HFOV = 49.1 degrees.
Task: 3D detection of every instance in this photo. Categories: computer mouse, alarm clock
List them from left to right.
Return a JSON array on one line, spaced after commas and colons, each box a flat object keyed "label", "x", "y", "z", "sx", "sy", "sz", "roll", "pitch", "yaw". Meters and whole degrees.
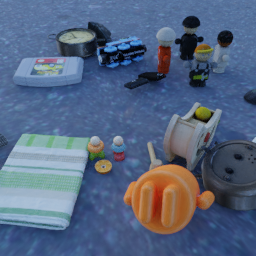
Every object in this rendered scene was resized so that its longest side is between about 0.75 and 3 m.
[{"label": "alarm clock", "x": -2.634, "y": -4.044, "z": 13.206, "sx": 2.766, "sy": 0.921, "sz": 1.866, "roll": 22, "pitch": 45, "yaw": 19}, {"label": "alarm clock", "x": 2.900, "y": 1.142, "z": 6.694, "sx": 2.580, "sy": 0.859, "sz": 1.740, "roll": 24, "pitch": 57, "yaw": 36}, {"label": "computer mouse", "x": 5.058, "y": -1.124, "z": 10.086, "sx": 1.625, "sy": 0.428, "sz": 1.125, "roll": 10, "pitch": 42, "yaw": 12}]

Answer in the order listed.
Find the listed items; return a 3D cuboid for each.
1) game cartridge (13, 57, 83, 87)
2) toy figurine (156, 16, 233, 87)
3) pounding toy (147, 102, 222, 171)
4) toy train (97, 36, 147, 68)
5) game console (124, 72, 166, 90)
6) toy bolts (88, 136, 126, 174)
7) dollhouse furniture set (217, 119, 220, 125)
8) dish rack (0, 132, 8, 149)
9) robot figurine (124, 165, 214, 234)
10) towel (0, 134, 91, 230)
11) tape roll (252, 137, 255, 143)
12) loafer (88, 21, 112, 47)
[{"label": "game cartridge", "x": -3.216, "y": -2.326, "z": 11.512, "sx": 2.656, "sy": 0.543, "sz": 1.768, "roll": -2, "pitch": 44, "yaw": -3}, {"label": "toy figurine", "x": 2.712, "y": -3.204, "z": 11.433, "sx": 2.739, "sy": 1.906, "sz": 2.697, "roll": -31, "pitch": 49, "yaw": -32}, {"label": "pounding toy", "x": 1.352, "y": 0.108, "z": 7.693, "sx": 1.602, "sy": 1.597, "sz": 2.792, "roll": 23, "pitch": 45, "yaw": 25}, {"label": "toy train", "x": -0.323, "y": -3.375, "z": 12.432, "sx": 2.308, "sy": 1.001, "sz": 1.319, "roll": -19, "pitch": 35, "yaw": -19}, {"label": "game console", "x": 0.570, "y": -1.863, "z": 10.884, "sx": 1.755, "sy": 0.212, "sz": 1.035, "roll": -27, "pitch": 29, "yaw": -33}, {"label": "toy bolts", "x": -0.543, "y": 0.646, "z": 7.727, "sx": 1.039, "sy": 0.720, "sz": 0.992, "roll": -11, "pitch": 41, "yaw": -13}, {"label": "dollhouse furniture set", "x": 2.458, "y": -0.143, "z": 9.098, "sx": 0.883, "sy": 0.443, "sz": 0.578, "roll": -44, "pitch": 34, "yaw": -20}, {"label": "dish rack", "x": -4.160, "y": 0.572, "z": 8.151, "sx": 1.226, "sy": 0.334, "sz": 0.940, "roll": -28, "pitch": 49, "yaw": -32}, {"label": "robot figurine", "x": 0.832, "y": 1.429, "z": 5.972, "sx": 1.584, "sy": 2.203, "sz": 1.285, "roll": -36, "pitch": 76, "yaw": 14}, {"label": "towel", "x": -2.242, "y": 1.249, "z": 7.339, "sx": 2.187, "sy": 0.450, "sz": 2.932, "roll": 5, "pitch": 38, "yaw": 3}, {"label": "tape roll", "x": 4.457, "y": 0.934, "z": 7.617, "sx": 2.278, "sy": 0.416, "sz": 2.278, "roll": 0, "pitch": 41, "yaw": 0}, {"label": "loafer", "x": -1.253, "y": -4.785, "z": 14.161, "sx": 0.894, "sy": 0.900, "sz": 2.473, "roll": -11, "pitch": 45, "yaw": -23}]
